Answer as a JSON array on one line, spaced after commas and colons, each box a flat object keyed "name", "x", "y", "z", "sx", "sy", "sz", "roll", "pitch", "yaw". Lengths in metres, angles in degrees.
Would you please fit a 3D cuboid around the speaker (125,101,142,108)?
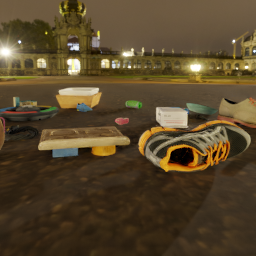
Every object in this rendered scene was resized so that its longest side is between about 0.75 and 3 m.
[{"name": "speaker", "x": 0.332, "y": -1.382, "z": 16.485, "sx": 0.971, "sy": 0.429, "sz": 0.429, "roll": 9, "pitch": 15, "yaw": 38}]

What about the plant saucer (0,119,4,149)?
[{"name": "plant saucer", "x": -3.990, "y": -0.111, "z": 5.967, "sx": 2.588, "sy": 2.588, "sz": 0.446, "roll": 2, "pitch": 39, "yaw": 9}]

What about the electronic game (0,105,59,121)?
[{"name": "electronic game", "x": -4.692, "y": -0.791, "z": 13.169, "sx": 2.798, "sy": 0.582, "sz": 2.798, "roll": 0, "pitch": 11, "yaw": 0}]

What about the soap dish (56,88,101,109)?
[{"name": "soap dish", "x": -2.874, "y": -1.818, "z": 16.905, "sx": 2.137, "sy": 1.103, "sz": 2.716, "roll": 1, "pitch": 11, "yaw": 4}]

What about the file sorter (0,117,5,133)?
[{"name": "file sorter", "x": -4.675, "y": -0.008, "z": 9.303, "sx": 0.666, "sy": 0.601, "sz": 0.958, "roll": 4, "pitch": 12, "yaw": 19}]

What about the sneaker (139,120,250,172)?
[{"name": "sneaker", "x": 1.603, "y": 0.509, "z": 6.235, "sx": 2.624, "sy": 1.027, "sz": 1.013, "roll": -6, "pitch": 26, "yaw": -13}]

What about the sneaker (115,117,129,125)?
[{"name": "sneaker", "x": -0.317, "y": -0.298, "z": 11.548, "sx": 0.343, "sy": 0.289, "sz": 0.784, "roll": 8, "pitch": 10, "yaw": 37}]

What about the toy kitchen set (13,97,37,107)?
[{"name": "toy kitchen set", "x": -6.208, "y": -1.579, "z": 16.939, "sx": 0.843, "sy": 0.620, "sz": 1.053, "roll": 9, "pitch": 15, "yaw": 36}]

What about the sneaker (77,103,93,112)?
[{"name": "sneaker", "x": -2.372, "y": -1.120, "z": 15.145, "sx": 1.172, "sy": 0.459, "sz": 0.386, "roll": 12, "pitch": 15, "yaw": 41}]

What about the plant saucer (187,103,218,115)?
[{"name": "plant saucer", "x": 3.721, "y": -0.944, "z": 14.207, "sx": 1.589, "sy": 0.286, "sz": 1.589, "roll": 10, "pitch": 13, "yaw": -2}]

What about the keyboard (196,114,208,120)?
[{"name": "keyboard", "x": 3.332, "y": -0.473, "z": 12.859, "sx": 0.503, "sy": 0.191, "sz": 0.966, "roll": 23, "pitch": 10, "yaw": -2}]

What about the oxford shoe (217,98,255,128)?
[{"name": "oxford shoe", "x": 4.919, "y": -0.622, "z": 11.010, "sx": 2.955, "sy": 1.105, "sz": 1.041, "roll": 11, "pitch": 15, "yaw": 42}]

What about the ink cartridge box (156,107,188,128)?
[{"name": "ink cartridge box", "x": 1.804, "y": -0.456, "z": 11.482, "sx": 1.036, "sy": 0.606, "sz": 1.786, "roll": -1, "pitch": 12, "yaw": -4}]

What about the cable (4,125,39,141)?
[{"name": "cable", "x": -3.508, "y": 0.218, "z": 9.116, "sx": 1.000, "sy": 0.311, "sz": 1.226, "roll": 9, "pitch": 16, "yaw": 2}]

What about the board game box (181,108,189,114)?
[{"name": "board game box", "x": 2.730, "y": -0.905, "z": 14.654, "sx": 0.850, "sy": 0.191, "sz": 0.646, "roll": 2, "pitch": 15, "yaw": 7}]

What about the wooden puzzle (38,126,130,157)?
[{"name": "wooden puzzle", "x": -1.259, "y": 0.372, "z": 7.762, "sx": 2.207, "sy": 0.552, "sz": 2.383, "roll": -2, "pitch": 7, "yaw": -13}]

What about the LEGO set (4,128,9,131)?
[{"name": "LEGO set", "x": -3.882, "y": 0.189, "z": 7.164, "sx": 1.167, "sy": 0.879, "sz": 1.518, "roll": -2, "pitch": 4, "yaw": 1}]
